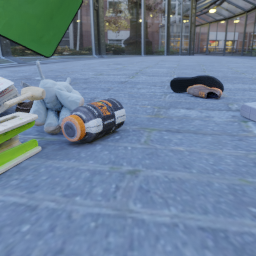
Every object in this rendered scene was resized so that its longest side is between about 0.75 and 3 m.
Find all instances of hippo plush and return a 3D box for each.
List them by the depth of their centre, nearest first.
[{"bbox_3d":[-2.096,-0.740,8.094,1.861,1.482,1.496,40,9,-7],"label":"hippo plush"}]

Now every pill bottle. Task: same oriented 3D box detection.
[{"bbox_3d":[-0.901,-0.188,7.351,0.939,0.939,1.768,11,21,31],"label":"pill bottle"}]

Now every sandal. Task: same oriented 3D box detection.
[{"bbox_3d":[3.237,-2.088,13.135,2.592,0.974,0.620,11,35,33],"label":"sandal"}]

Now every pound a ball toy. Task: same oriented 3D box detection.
[{"bbox_3d":[-2.698,0.006,5.876,0.952,1.461,2.240,6,19,18],"label":"pound a ball toy"}]

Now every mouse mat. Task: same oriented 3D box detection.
[{"bbox_3d":[-2.348,-2.956,6.829,0.093,1.993,2.477,40,12,32],"label":"mouse mat"}]

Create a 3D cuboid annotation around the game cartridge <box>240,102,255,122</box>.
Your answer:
[{"bbox_3d":[5.037,-0.381,8.727,1.833,0.556,2.749,-13,21,-24],"label":"game cartridge"}]

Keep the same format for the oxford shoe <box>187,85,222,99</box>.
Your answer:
[{"bbox_3d":[3.359,-1.586,12.455,1.537,0.548,0.560,8,24,23],"label":"oxford shoe"}]

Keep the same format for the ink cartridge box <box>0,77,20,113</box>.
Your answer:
[{"bbox_3d":[-4.568,-1.050,9.604,1.321,0.778,2.294,-39,34,-22],"label":"ink cartridge box"}]

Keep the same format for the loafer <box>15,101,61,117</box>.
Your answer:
[{"bbox_3d":[-2.900,-0.678,9.181,2.129,0.756,0.777,11,21,32],"label":"loafer"}]
